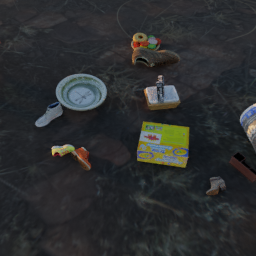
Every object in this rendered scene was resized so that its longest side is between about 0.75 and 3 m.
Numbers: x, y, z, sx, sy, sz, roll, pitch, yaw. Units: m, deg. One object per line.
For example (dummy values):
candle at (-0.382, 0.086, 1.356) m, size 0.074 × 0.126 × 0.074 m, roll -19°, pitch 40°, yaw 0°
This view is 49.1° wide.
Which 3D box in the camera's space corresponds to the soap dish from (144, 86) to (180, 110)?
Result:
soap dish at (1.449, -1.295, 12.100) m, size 1.378 × 0.560 × 1.084 m, roll -6°, pitch 48°, yaw -5°

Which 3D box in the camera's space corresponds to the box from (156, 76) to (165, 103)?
box at (1.350, -1.614, 11.564) m, size 0.271 × 0.858 × 1.089 m, roll -2°, pitch 25°, yaw 10°

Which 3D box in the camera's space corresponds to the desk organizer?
desk organizer at (4.098, 1.351, 9.787) m, size 0.377 × 0.405 × 1.052 m, roll -28°, pitch 54°, yaw -23°

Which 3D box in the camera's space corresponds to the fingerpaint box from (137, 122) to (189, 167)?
fingerpaint box at (1.311, 0.589, 10.316) m, size 1.764 × 0.647 × 1.472 m, roll 7°, pitch 47°, yaw 7°

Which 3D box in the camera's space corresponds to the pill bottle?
pill bottle at (5.119, 0.339, 10.047) m, size 1.368 × 1.368 × 2.405 m, roll -4°, pitch 47°, yaw -4°

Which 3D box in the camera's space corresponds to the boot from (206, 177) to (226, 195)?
boot at (2.893, 1.921, 9.401) m, size 0.764 × 0.269 × 0.559 m, roll -8°, pitch 42°, yaw -9°

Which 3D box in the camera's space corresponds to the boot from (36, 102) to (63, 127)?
boot at (-3.262, -0.596, 11.427) m, size 0.466 × 0.606 × 1.267 m, roll 34°, pitch 56°, yaw 27°

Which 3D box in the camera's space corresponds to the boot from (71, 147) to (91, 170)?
boot at (-1.558, 1.074, 10.080) m, size 0.554 × 0.387 × 1.033 m, roll -28°, pitch 52°, yaw -30°

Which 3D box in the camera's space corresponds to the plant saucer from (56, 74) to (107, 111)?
plant saucer at (-2.010, -1.450, 12.164) m, size 2.155 × 0.541 × 2.155 m, roll 4°, pitch 52°, yaw -5°

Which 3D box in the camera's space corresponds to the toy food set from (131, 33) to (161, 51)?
toy food set at (0.978, -4.615, 15.241) m, size 1.585 × 0.389 × 1.601 m, roll 10°, pitch 48°, yaw 9°

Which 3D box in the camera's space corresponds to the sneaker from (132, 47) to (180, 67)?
sneaker at (1.373, -3.365, 13.998) m, size 2.363 × 0.832 × 0.893 m, roll 11°, pitch 71°, yaw 10°

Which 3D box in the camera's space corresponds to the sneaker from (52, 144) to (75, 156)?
sneaker at (-2.369, 0.873, 10.299) m, size 0.889 × 0.348 × 0.402 m, roll -8°, pitch 49°, yaw 6°
